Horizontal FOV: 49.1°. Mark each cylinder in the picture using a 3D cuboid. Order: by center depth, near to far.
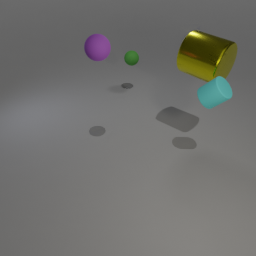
[{"bbox_3d":[2.455,-0.995,7.948,0.700,0.700,0.700,19,57,-32],"label":"cylinder"},{"bbox_3d":[2.520,-2.257,8.988,1.400,1.400,1.400,31,44,30],"label":"cylinder"}]

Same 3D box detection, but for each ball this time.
[{"bbox_3d":[-0.809,-2.130,7.424,0.700,0.700,0.700,0,33,0],"label":"ball"},{"bbox_3d":[0.171,-3.311,13.263,0.700,0.700,0.700,0,33,0],"label":"ball"}]
